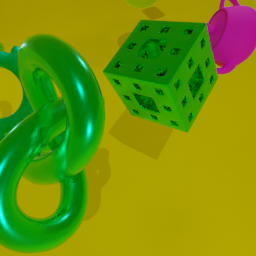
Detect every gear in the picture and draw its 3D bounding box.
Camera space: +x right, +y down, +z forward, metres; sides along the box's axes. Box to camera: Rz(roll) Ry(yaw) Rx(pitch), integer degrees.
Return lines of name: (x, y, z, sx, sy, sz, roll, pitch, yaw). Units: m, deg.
gear: (-2.204, -0.600, 4.780, 1.662, 1.662, 0.307, -6, 8, -5)

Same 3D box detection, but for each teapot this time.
teapot: (1.671, -1.538, 4.793, 0.824, 1.047, 1.684, 13, 79, -14)

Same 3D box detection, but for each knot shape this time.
knot shape: (-0.772, 0.257, 2.808, 0.911, 1.972, 1.846, 10, 70, -7)

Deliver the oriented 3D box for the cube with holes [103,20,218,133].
cube with holes: (0.537, -0.790, 4.193, 1.085, 1.085, 1.085, 19, 68, 36)

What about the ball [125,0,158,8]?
ball: (0.375, -4.011, 7.770, 1.274, 1.274, 1.274, 0, 49, 0)
